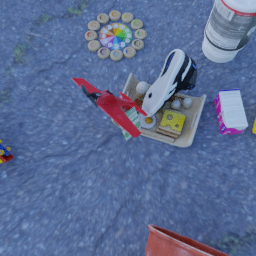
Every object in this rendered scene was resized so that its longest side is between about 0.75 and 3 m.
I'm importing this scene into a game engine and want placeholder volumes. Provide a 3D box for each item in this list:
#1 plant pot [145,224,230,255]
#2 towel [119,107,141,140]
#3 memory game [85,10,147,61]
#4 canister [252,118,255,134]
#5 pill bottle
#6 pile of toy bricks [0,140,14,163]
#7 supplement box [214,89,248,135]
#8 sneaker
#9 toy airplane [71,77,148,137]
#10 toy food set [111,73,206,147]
[{"bbox_3d":[1.338,4.179,6.663,2.837,2.837,2.759,20,77,8],"label":"plant pot"},{"bbox_3d":[0.060,-0.118,8.798,0.717,0.941,0.110,-40,46,-18],"label":"towel"},{"bbox_3d":[-0.486,-3.731,11.173,2.505,0.160,2.505,0,68,0],"label":"memory game"},{"bbox_3d":[5.364,-0.118,9.308,2.005,0.868,1.489,21,69,10],"label":"canister"},{"bbox_3d":[3.594,-3.639,9.693,1.599,2.808,1.599,0,67,0],"label":"pill bottle"},{"bbox_3d":[-5.126,0.584,8.967,2.550,1.415,1.259,40,111,4],"label":"pile of toy bricks"},{"bbox_3d":[3.487,-0.546,9.556,0.722,0.707,1.397,-5,68,-2],"label":"supplement box"},{"bbox_3d":[1.535,-1.267,9.345,2.374,1.328,0.867,-61,38,12],"label":"sneaker"},{"bbox_3d":[-0.336,-0.720,8.317,2.859,2.859,0.526,41,104,15],"label":"toy airplane"},{"bbox_3d":[1.061,-0.669,9.494,2.750,0.831,1.973,18,69,9],"label":"toy food set"}]
